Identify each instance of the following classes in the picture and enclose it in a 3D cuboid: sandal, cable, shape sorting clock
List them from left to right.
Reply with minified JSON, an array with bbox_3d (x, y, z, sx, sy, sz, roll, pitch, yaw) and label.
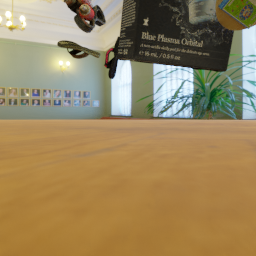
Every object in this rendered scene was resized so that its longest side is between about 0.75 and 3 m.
[{"bbox_3d":[-1.982,-3.113,11.565,2.018,0.576,0.801,8,22,-46],"label":"sandal"},{"bbox_3d":[-0.933,-3.178,7.731,0.675,1.303,2.683,-27,-1,20],"label":"cable"},{"bbox_3d":[-0.455,-1.998,7.961,0.368,1.634,0.614,9,-38,-2],"label":"sandal"},{"bbox_3d":[2.394,-2.581,5.387,1.504,0.295,1.504,-9,-41,-8],"label":"shape sorting clock"}]

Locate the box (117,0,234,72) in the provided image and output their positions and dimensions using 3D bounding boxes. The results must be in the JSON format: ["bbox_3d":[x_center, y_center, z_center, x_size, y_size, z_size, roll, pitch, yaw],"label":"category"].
[{"bbox_3d":[1.123,-2.603,6.411,2.324,2.363,1.387,2,14,-17],"label":"box"}]
